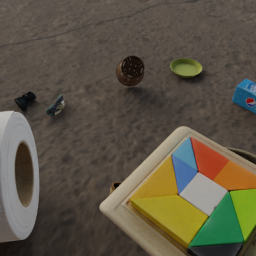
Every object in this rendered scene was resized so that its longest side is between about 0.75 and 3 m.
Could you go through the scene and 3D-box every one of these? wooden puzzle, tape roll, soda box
[{"bbox_3d":[1.333,1.297,5.203,2.949,0.549,2.728,30,58,33],"label":"wooden puzzle"},{"bbox_3d":[-3.379,1.151,6.432,2.021,2.943,2.943,-4,46,-5],"label":"tape roll"},{"bbox_3d":[4.914,-0.886,9.979,0.700,0.740,2.181,-35,55,-30],"label":"soda box"}]

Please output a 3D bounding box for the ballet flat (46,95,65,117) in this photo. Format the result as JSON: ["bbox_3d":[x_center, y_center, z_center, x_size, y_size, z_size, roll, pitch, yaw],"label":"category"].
[{"bbox_3d":[-2.556,-0.777,10.180,0.411,0.411,1.126,13,41,12],"label":"ballet flat"}]

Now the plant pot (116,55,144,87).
[{"bbox_3d":[0.122,-2.213,10.679,1.152,1.152,1.141,-4,3,-4],"label":"plant pot"}]

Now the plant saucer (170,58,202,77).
[{"bbox_3d":[2.474,-2.549,12.004,1.354,0.210,1.354,0,45,0],"label":"plant saucer"}]

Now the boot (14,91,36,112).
[{"bbox_3d":[-3.739,-1.021,10.401,0.722,0.328,0.859,-33,47,-23],"label":"boot"}]

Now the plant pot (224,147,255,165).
[{"bbox_3d":[2.118,1.929,6.293,2.339,2.030,2.339,0,46,0],"label":"plant pot"}]

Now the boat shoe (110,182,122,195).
[{"bbox_3d":[0.191,1.898,7.346,1.565,0.578,0.592,20,49,19],"label":"boat shoe"}]
